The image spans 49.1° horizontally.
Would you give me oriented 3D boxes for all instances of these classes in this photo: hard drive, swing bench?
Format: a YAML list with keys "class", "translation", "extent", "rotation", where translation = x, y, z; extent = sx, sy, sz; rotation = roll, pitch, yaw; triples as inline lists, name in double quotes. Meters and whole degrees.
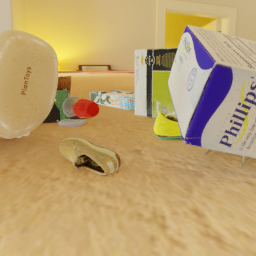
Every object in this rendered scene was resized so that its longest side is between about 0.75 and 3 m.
- class: "hard drive"
  translation: [-2.751, -0.753, 9.419]
  extent: [1.609, 1.124, 0.304]
  rotation: [-4, 9, -13]
- class: "swing bench"
  translation: [2.341, 0.352, 6.122]
  extent: [0.957, 0.621, 0.951]
  rotation: [-11, 17, -36]

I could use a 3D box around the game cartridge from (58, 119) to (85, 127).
- class: "game cartridge"
  translation: [-1.839, -0.165, 9.137]
  extent: [0.767, 0.155, 0.511]
  rotation: [3, 11, 13]

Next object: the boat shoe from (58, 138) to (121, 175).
- class: "boat shoe"
  translation: [-0.903, 0.570, 5.549]
  extent: [1.513, 0.542, 0.576]
  rotation: [9, 29, 33]

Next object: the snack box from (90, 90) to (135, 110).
- class: "snack box"
  translation: [-0.296, -1.347, 12.984]
  extent: [1.656, 0.529, 2.851]
  rotation: [-12, 19, -40]

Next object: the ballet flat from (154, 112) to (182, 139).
- class: "ballet flat"
  translation: [1.917, -0.119, 7.567]
  extent: [2.429, 0.814, 0.811]
  rotation: [1, 14, 3]

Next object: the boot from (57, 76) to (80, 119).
- class: "boot"
  translation: [-2.048, -1.101, 9.998]
  extent: [1.429, 1.518, 0.520]
  rotation: [-2, 14, -6]

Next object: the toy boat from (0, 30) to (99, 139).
- class: "toy boat"
  translation: [-1.895, -0.722, 6.065]
  extent: [2.570, 2.161, 1.195]
  rotation: [20, -5, -39]

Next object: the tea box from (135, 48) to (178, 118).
- class: "tea box"
  translation: [1.635, -1.646, 10.230]
  extent: [2.406, 2.445, 1.634]
  rotation: [11, 18, 38]

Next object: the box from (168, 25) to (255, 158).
- class: "box"
  translation: [2.431, -0.717, 5.537]
  extent: [2.845, 1.493, 2.616]
  rotation: [12, 31, -6]

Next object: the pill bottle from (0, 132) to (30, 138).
- class: "pill bottle"
  translation: [-3.146, 0.025, 7.689]
  extent: [0.841, 0.469, 0.469]
  rotation: [2, 14, 12]
